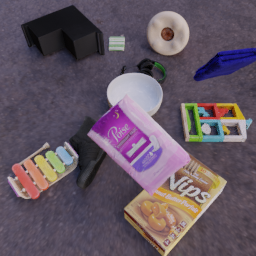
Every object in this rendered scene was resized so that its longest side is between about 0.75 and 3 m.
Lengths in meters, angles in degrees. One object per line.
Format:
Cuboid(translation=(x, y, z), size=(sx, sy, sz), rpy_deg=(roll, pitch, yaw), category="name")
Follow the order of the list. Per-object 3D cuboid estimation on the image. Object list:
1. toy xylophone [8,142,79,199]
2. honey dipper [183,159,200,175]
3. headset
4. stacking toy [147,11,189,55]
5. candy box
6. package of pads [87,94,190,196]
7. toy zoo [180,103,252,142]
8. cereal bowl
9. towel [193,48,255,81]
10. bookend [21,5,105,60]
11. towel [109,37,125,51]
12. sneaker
Cuboid(translation=(-2.983, 1.351, 9.699), size=(1.760, 0.604, 2.404), rpy_deg=(36, 61, 24), category="toy xylophone")
Cuboid(translation=(1.193, 0.695, 8.377), size=(2.013, 0.382, 0.382), rpy_deg=(33, 60, 16), category="honey dipper")
Cuboid(translation=(0.723, -2.470, 12.601), size=(2.059, 0.968, 1.272), rpy_deg=(9, 56, -12), category="headset")
Cuboid(translation=(2.214, -4.998, 13.949), size=(2.016, 2.016, 2.759), rpy_deg=(17, 38, 12), category="stacking toy")
Cuboid(translation=(1.503, 2.274, 8.873), size=(2.962, 0.819, 1.710), rpy_deg=(-39, 61, -24), category="candy box")
Cuboid(translation=(0.267, 0.385, 6.662), size=(2.192, 0.829, 1.321), rpy_deg=(45, 102, -1), category="package of pads")
Cuboid(translation=(3.519, -0.246, 11.083), size=(2.689, 0.275, 1.764), rpy_deg=(0, 53, 0), category="toy zoo")
Cuboid(translation=(0.265, -1.148, 11.341), size=(2.243, 0.934, 2.243), rpy_deg=(0, 54, 0), category="cereal bowl")
Cuboid(translation=(2.889, -1.912, 8.349), size=(1.401, 1.897, 0.470), rpy_deg=(-14, 89, -8), category="towel")
Cuboid(translation=(-3.051, -4.214, 13.375), size=(2.823, 1.309, 2.841), rpy_deg=(-31, 60, -20), category="bookend")
Cuboid(translation=(-0.574, -4.268, 14.158), size=(0.809, 0.124, 1.060), rpy_deg=(0, 52, 0), category="towel")
Cuboid(translation=(-1.538, 0.786, 9.993), size=(1.444, 0.831, 2.768), rpy_deg=(21, 50, 9), category="sneaker")
